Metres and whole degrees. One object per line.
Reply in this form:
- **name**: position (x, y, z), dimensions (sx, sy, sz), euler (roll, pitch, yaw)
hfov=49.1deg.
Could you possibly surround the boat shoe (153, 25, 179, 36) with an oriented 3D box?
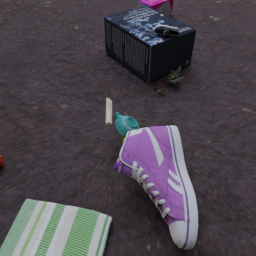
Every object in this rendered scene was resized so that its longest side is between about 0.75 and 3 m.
- **boat shoe**: position (1.319, -3.300, 9.591), dimensions (0.884, 0.317, 0.300), euler (6, 42, -5)

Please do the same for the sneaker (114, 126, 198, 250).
- **sneaker**: position (0.511, 1.247, 6.161), dimensions (1.596, 1.014, 2.799), euler (-2, 55, -10)

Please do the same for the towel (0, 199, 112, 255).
- **towel**: position (-1.501, 2.358, 5.917), dimensions (2.105, 0.246, 1.605), euler (6, 43, 8)

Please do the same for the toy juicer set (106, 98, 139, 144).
- **toy juicer set**: position (-0.068, 0.088, 7.612), dimensions (1.868, 0.508, 1.188), euler (35, 37, -7)

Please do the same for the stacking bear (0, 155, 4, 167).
- **stacking bear**: position (-3.713, 0.734, 7.456), dimensions (0.939, 0.570, 0.534), euler (32, 91, 17)

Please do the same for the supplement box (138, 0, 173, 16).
- **supplement box**: position (1.446, -6.221, 14.568), dimensions (1.780, 0.901, 0.920), euler (-31, 51, -29)

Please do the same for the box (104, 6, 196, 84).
- **box**: position (0.757, -3.399, 11.054), dimensions (2.204, 1.590, 2.969), euler (-27, 50, -26)

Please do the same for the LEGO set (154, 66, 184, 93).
- **LEGO set**: position (1.529, -1.667, 10.060), dimensions (1.382, 0.392, 0.897), euler (-36, 34, -6)
